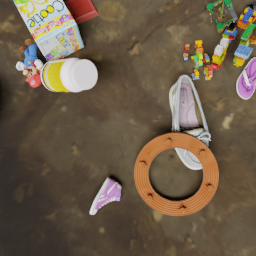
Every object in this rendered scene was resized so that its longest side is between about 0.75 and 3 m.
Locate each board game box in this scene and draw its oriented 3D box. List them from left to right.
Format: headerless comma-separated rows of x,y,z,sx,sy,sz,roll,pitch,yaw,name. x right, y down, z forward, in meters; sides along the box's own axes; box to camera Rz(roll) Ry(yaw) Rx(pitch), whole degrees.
-2.878,-3.917,9.672,1.423,1.448,2.762,-29,77,-6,board game box

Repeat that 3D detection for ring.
1.463,1.451,8.608,2.599,0.249,2.599,1,95,8,ring

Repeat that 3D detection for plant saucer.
-1.769,-4.498,10.468,1.055,0.194,1.057,-25,79,-6,plant saucer

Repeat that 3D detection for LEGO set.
3.515,-4.103,10.235,0.994,0.749,1.292,-35,74,22,LEGO set

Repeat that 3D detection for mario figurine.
-3.365,-2.168,9.515,0.899,1.047,1.696,-15,73,-16,mario figurine

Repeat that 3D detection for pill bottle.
-1.874,-1.664,8.878,1.863,1.065,1.065,9,72,46,pill bottle

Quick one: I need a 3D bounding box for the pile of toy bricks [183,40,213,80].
2.430,-2.432,9.679,0.855,0.761,1.541,-8,77,-2,pile of toy bricks

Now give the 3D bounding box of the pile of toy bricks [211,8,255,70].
3.922,-2.749,9.472,1.476,1.314,2.661,28,65,23,pile of toy bricks

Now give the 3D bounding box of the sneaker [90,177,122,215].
-0.644,2.245,8.740,0.718,0.456,1.259,30,78,4,sneaker

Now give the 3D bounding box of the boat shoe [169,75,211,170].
1.986,-0.187,9.035,1.115,0.970,3.026,-5,77,-1,boat shoe

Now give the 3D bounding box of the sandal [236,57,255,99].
4.225,-1.791,9.711,0.668,0.403,1.641,22,78,5,sandal

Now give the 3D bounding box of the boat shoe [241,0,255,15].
4.562,-4.493,10.418,0.842,0.279,0.315,-42,80,-9,boat shoe
